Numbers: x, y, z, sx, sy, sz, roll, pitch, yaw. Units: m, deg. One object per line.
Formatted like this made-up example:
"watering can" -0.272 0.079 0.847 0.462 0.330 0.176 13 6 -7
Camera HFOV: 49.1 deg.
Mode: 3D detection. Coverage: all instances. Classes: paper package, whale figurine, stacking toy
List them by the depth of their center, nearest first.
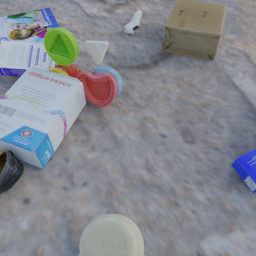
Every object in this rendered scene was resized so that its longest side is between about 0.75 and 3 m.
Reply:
"whale figurine" -0.284 2.744 5.566 1.577 1.029 1.982 -4 73 12
"stacking toy" -1.300 -1.928 8.464 2.509 2.272 1.060 17 42 15
"paper package" 2.496 -3.772 10.572 2.082 1.130 2.184 13 53 10

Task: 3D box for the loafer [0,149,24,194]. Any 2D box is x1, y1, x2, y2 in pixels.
"loafer" -3.425 1.500 6.487 0.865 0.859 2.376 16 53 12

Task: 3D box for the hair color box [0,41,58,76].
"hair color box" -3.311 -2.284 9.423 1.898 0.615 1.038 3 72 -3

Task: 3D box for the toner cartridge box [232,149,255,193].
"toner cartridge box" 3.689 0.845 7.157 1.857 0.401 0.882 -22 62 -16

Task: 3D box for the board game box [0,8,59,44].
"board game box" -3.895 -3.647 10.863 2.467 0.509 2.473 -20 54 -15

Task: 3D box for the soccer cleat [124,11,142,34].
"soccer cleat" 0.313 -4.290 11.458 0.520 0.464 1.340 25 62 13

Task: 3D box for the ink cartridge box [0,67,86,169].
"ink cartridge box" -2.555 -0.377 7.818 1.814 1.062 2.509 18 57 14
